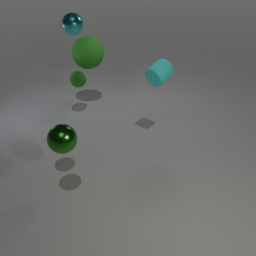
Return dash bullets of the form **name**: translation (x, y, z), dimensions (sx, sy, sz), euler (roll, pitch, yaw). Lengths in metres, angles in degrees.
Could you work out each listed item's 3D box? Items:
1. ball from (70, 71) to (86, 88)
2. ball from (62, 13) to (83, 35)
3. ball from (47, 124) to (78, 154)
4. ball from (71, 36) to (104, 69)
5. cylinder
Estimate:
- **ball**: translation (-2.117, -2.070, 11.885), dimensions (0.700, 0.700, 0.700), euler (0, 30, 0)
- **ball**: translation (-1.851, -3.478, 9.358), dimensions (0.700, 0.700, 0.700), euler (0, 30, 0)
- **ball**: translation (-1.525, 0.252, 6.495), dimensions (0.700, 0.700, 0.700), euler (0, 30, 0)
- **ball**: translation (-1.749, -3.271, 12.190), dimensions (1.400, 1.400, 1.400), euler (0, 30, 0)
- **cylinder**: translation (1.052, -1.858, 9.431), dimensions (0.700, 0.700, 0.700), euler (25, 57, 37)
